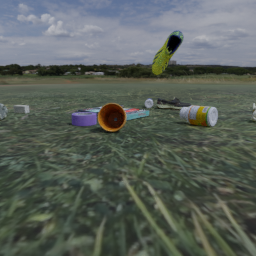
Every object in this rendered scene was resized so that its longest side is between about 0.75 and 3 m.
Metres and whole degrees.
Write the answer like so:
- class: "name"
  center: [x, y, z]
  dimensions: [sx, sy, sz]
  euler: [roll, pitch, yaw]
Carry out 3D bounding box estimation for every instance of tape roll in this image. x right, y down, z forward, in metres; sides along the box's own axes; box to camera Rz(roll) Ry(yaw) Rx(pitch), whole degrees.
- class: "tape roll"
  center: [-1.816, -0.381, 11.610]
  dimensions: [1.017, 0.432, 1.017]
  euler: [0, 12, 0]

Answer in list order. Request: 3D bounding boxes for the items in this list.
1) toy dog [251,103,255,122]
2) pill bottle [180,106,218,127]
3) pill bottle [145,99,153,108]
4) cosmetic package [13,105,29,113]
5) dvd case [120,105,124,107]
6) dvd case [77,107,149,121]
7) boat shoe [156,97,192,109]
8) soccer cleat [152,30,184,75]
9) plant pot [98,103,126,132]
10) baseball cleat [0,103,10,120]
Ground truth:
- class: "toy dog"
  center: [5.892, -0.597, 11.990]
  dimensions: [1.068, 0.745, 1.035]
  euler: [6, 23, 21]
- class: "pill bottle"
  center: [2.845, -0.512, 11.395]
  dimensions: [1.389, 0.771, 0.771]
  euler: [10, 15, 42]
- class: "pill bottle"
  center: [1.272, -1.494, 16.874]
  dimensions: [0.509, 0.509, 0.895]
  euler: [1, 12, 5]
- class: "cosmetic package"
  center: [-5.602, -0.993, 14.713]
  dimensions: [0.769, 0.398, 0.336]
  euler: [6, 13, 22]
- class: "dvd case"
  center: [-0.805, -1.250, 16.693]
  dimensions: [0.945, 0.101, 1.270]
  euler: [2, 12, 8]
- class: "dvd case"
  center: [-0.722, -0.743, 13.699]
  dimensions: [2.891, 0.318, 2.111]
  euler: [10, 15, 36]
- class: "boat shoe"
  center: [2.670, -1.443, 16.207]
  dimensions: [2.032, 0.668, 0.726]
  euler: [2, 12, 10]
- class: "soccer cleat"
  center: [1.771, -3.485, 13.179]
  dimensions: [0.767, 2.373, 0.992]
  euler: [31, 33, -4]
- class: "plant pot"
  center: [-0.528, -0.347, 10.370]
  dimensions: [1.019, 1.019, 0.933]
  euler: [1, -4, 6]
- class: "baseball cleat"
  center: [-6.135, -0.624, 11.926]
  dimensions: [1.199, 0.785, 2.252]
  euler: [2, 11, 8]
